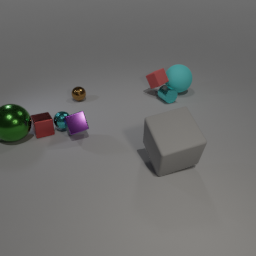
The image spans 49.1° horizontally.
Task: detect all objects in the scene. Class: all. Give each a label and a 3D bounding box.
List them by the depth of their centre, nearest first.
[{"bbox_3d":[1.366,0.425,8.648,1.400,1.400,1.400,-16,57,-10],"label":"cube"},{"bbox_3d":[-4.274,-0.190,10.294,1.400,1.400,1.400,0,30,0],"label":"ball"},{"bbox_3d":[-1.930,-0.198,10.486,0.700,0.700,0.700,-19,7,-13],"label":"cube"},{"bbox_3d":[-3.306,-0.119,10.859,0.700,0.700,0.700,-14,33,-24],"label":"cube"},{"bbox_3d":[-2.584,-0.314,11.036,0.700,0.700,0.700,0,30,0],"label":"ball"},{"bbox_3d":[1.899,-1.633,13.455,0.700,0.700,0.700,-14,33,-23],"label":"cylinder"},{"bbox_3d":[-2.372,-1.653,13.502,0.700,0.700,0.700,0,30,0],"label":"ball"},{"bbox_3d":[1.437,-2.434,13.770,0.700,0.700,0.700,-33,14,-31],"label":"cube"},{"bbox_3d":[2.539,-2.496,14.154,1.400,1.400,1.400,0,30,0],"label":"ball"}]
